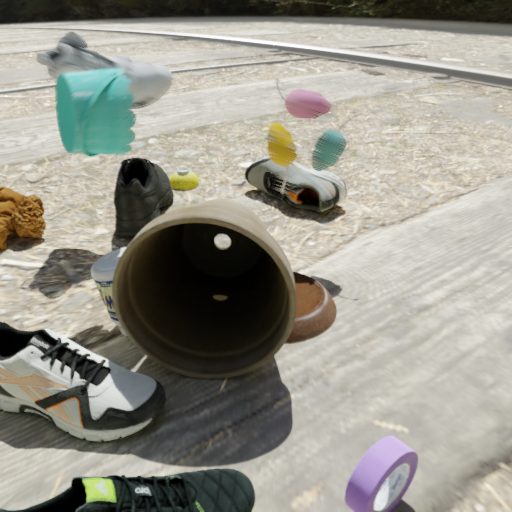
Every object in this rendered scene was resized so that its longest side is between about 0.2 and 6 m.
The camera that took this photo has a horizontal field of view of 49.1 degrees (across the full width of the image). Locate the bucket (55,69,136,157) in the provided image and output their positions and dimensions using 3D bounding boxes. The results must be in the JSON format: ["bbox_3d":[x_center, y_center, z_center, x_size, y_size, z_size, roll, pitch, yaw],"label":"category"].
[{"bbox_3d":[-2.523,-2.214,8.716,0.908,1.396,1.396,-11,31,-30],"label":"bucket"}]

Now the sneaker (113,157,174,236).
[{"bbox_3d":[-2.563,-1.663,12.753,1.202,1.437,3.166,-5,29,-4],"label":"sneaker"}]

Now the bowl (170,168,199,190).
[{"bbox_3d":[-1.865,-2.019,14.400,0.781,0.420,0.781,0,30,0],"label":"bowl"}]

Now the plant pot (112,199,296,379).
[{"bbox_3d":[-0.619,0.196,8.468,2.520,2.520,2.187,2,25,4],"label":"plant pot"}]

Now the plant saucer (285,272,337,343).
[{"bbox_3d":[0.398,0.764,9.574,1.974,0.340,1.974,0,30,0],"label":"plant saucer"}]

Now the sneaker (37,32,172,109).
[{"bbox_3d":[-2.967,-3.568,10.874,2.453,0.922,1.410,1,-15,14],"label":"sneaker"}]

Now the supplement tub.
[{"bbox_3d":[-1.999,0.568,8.867,0.881,1.215,0.881,-13,26,6],"label":"supplement tub"}]

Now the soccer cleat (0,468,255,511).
[{"bbox_3d":[-1.261,2.595,5.546,2.674,1.084,0.903,-10,31,-18],"label":"soccer cleat"}]

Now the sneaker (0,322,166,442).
[{"bbox_3d":[-2.512,1.598,7.347,2.739,1.096,1.010,8,29,11],"label":"sneaker"}]

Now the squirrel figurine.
[{"bbox_3d":[-5.120,-0.752,11.686,1.372,0.971,1.280,-2,36,2],"label":"squirrel figurine"}]

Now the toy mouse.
[{"bbox_3d":[1.025,-2.329,10.348,1.899,2.137,0.414,-10,14,23],"label":"toy mouse"}]

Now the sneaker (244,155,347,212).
[{"bbox_3d":[0.789,-1.711,13.348,2.623,0.970,1.040,19,39,29],"label":"sneaker"}]

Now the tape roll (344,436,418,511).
[{"bbox_3d":[1.360,2.418,6.047,0.902,0.902,0.296,-24,37,-35],"label":"tape roll"}]
